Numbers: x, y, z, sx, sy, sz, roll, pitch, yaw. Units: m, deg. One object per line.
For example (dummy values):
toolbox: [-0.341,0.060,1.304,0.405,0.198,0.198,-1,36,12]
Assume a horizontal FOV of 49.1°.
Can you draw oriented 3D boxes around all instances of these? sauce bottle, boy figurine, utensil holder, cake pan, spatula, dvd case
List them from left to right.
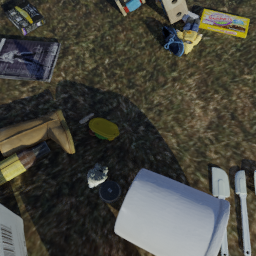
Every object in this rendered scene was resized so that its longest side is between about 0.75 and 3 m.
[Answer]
sauce bottle: [-3.699,1.192,9.512,2.176,0.704,0.704,-30,66,-16]
dvd case: [-4.469,-2.940,12.021,2.798,0.223,2.081,6,62,3]
cake pan: [-0.601,2.107,9.329,0.763,0.140,0.763,0,61,0]
utensil holder: [1.199,2.570,7.924,2.595,2.205,2.205,22,64,13]
boy figurine: [2.670,-4.101,12.450,1.178,0.610,1.894,18,60,6]
spatula: [3.777,2.683,8.971,2.030,0.234,2.919,5,61,2]

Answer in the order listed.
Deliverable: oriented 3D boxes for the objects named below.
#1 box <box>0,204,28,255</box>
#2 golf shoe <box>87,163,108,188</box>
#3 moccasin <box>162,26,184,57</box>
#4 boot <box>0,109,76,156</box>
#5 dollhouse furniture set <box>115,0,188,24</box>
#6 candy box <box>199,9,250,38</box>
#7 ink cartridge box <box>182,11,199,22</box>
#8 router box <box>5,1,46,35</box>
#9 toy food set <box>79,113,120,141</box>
box: [-3.920,3.650,7.054,2.275,2.655,2.642,-16,63,-12]
golf shoe: [-0.796,1.280,6.917,0.455,1.163,0.565,27,96,4]
moccasin: [1.851,-3.763,12.194,0.610,0.720,1.788,9,43,-31]
boot: [-3.230,0.471,9.894,2.401,0.794,2.103,-22,51,-13]
dollhouse furniture set: [1.059,-5.670,12.888,2.623,1.838,1.849,-30,64,12]
candy box: [4.469,-4.892,13.048,2.181,0.288,1.115,16,60,9]
ink cartridge box: [2.858,-5.230,13.301,0.829,0.208,0.668,35,67,22]
router box: [-4.798,-5.165,13.125,1.210,0.402,1.539,-37,68,-18]
toy food set: [-1.011,0.067,10.309,1.442,0.471,0.848,27,41,12]
